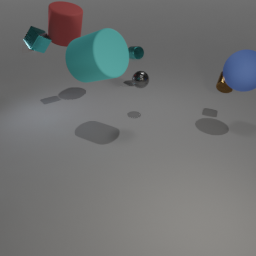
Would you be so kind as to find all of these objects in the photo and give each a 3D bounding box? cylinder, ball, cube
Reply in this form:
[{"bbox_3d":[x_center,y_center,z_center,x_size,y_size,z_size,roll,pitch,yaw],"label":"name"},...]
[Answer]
[{"bbox_3d":[4.123,-1.935,11.723,0.700,0.700,0.700,15,65,25],"label":"cylinder"},{"bbox_3d":[0.509,-1.952,11.309,0.700,0.700,0.700,0,29,0],"label":"ball"},{"bbox_3d":[3.965,-1.943,9.530,1.400,1.400,1.400,0,29,0],"label":"ball"},{"bbox_3d":[-2.677,-4.429,11.933,1.400,1.400,1.400,9,42,-8],"label":"cylinder"},{"bbox_3d":[-3.739,-3.648,11.595,0.700,0.700,0.700,1,45,-55],"label":"cube"},{"bbox_3d":[-0.929,-2.142,8.461,1.400,1.400,1.400,1,22,44],"label":"cylinder"},{"bbox_3d":[0.394,-4.030,15.052,0.700,0.700,0.700,-16,22,-26],"label":"cylinder"}]
